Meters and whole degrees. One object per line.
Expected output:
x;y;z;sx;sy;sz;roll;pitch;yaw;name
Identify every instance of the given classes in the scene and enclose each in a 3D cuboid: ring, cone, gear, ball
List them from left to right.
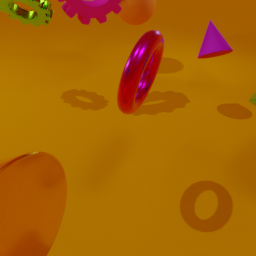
-1.730;0.811;2.944;1.548;1.542;1.542;13;41;19;cone
-2.550;-2.991;6.893;1.354;1.354;0.251;8;78;10;gear
-0.787;-3.363;6.462;1.876;1.876;0.347;-18;52;-21;gear
0.243;-3.959;8.901;1.296;1.296;1.296;0;39;0;ball
0.191;-0.770;3.984;0.247;1.234;1.234;24;44;11;ring
2.081;-2.226;6.885;0.845;0.849;0.845;-9;4;1;cone

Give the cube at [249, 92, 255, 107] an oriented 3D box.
2.441;-0.471;4.020;0.839;0.839;0.839;39;10;4;cube
